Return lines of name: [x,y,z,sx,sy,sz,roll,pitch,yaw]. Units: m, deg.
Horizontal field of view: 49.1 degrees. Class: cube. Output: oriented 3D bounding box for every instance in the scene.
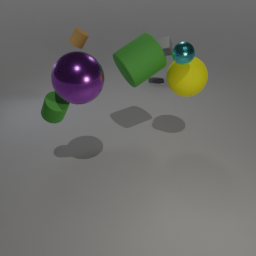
cube: [1.866,-4.159,14.336,0.700,0.700,0.700,-4,70,22]

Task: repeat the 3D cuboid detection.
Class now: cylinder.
cylinder: [0.409,-2.381,9.875,1.400,1.400,1.400,-35,39,-4]
cylinder: [-2.277,-4.150,12.964,0.700,0.700,0.700,30,21,-13]
cylinder: [-2.133,-0.597,8.184,0.700,0.700,0.700,13,55,-20]

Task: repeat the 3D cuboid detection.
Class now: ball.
ball: [-1.334,-1.327,7.492,1.400,1.400,1.400,0,31,0]
ball: [2.044,-1.789,9.730,1.400,1.400,1.400,0,31,0]
ball: [1.702,-2.292,8.598,0.700,0.700,0.700,0,31,0]
